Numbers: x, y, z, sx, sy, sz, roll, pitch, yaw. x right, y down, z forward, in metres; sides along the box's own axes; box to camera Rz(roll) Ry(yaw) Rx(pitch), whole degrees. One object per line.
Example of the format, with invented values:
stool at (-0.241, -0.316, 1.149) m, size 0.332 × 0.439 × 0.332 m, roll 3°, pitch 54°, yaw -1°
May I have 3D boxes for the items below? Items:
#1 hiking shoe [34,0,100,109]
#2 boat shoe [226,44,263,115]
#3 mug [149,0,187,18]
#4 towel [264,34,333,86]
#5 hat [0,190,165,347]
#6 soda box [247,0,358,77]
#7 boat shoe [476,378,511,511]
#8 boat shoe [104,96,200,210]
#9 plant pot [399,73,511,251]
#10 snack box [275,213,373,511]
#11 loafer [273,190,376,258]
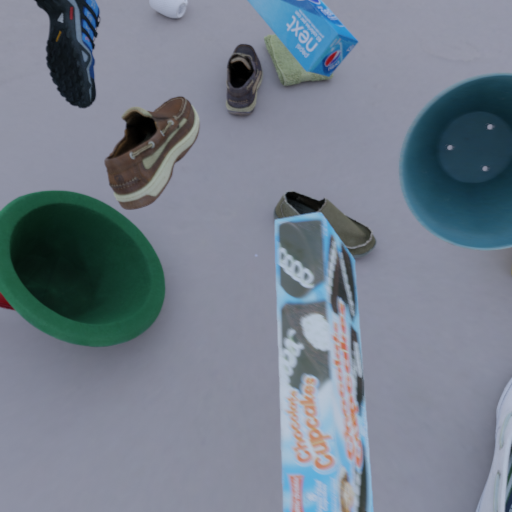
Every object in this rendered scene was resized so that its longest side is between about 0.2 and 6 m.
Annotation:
hiking shoe at (-2.582, -3.276, 8.220) m, size 0.797 × 2.143 × 0.929 m, roll 16°, pitch 36°, yaw 28°
boat shoe at (-0.238, -3.840, 11.696) m, size 0.769 × 0.757 × 2.064 m, roll 0°, pitch 55°, yaw 0°
mug at (-2.002, -6.075, 13.404) m, size 0.735 × 0.619 × 0.838 m, roll 35°, pitch 47°, yaw 12°
towel at (0.943, -4.399, 12.371) m, size 1.281 × 0.315 × 1.727 m, roll -10°, pitch 54°, yaw -8°
hat at (-3.300, 0.644, 8.823) m, size 3.019 × 2.658 × 2.501 m, roll 45°, pitch 40°, yaw 0°
soda box at (0.645, -4.308, 9.825) m, size 0.778 × 0.823 × 2.425 m, roll -13°, pitch 63°, yaw -53°
boat shoe at (3.602, 2.495, 7.062) m, size 1.099 × 0.998 × 2.988 m, roll 21°, pitch 57°, yaw 14°
boat shoe at (-1.061, -1.276, 5.806) m, size 0.662 × 0.663 × 1.792 m, roll -11°, pitch 40°, yaw 20°
plant pot at (2.351, -1.034, 5.833) m, size 1.698 × 1.698 × 1.143 m, roll 12°, pitch 22°, yaw 9°
snack box at (0.713, 1.187, 5.685) m, size 0.530 × 1.660 × 2.857 m, roll -8°, pitch 71°, yaw 19°
loafer at (1.135, -0.558, 9.437) m, size 1.871 × 0.652 × 0.704 m, roll 23°, pitch 58°, yaw 15°
